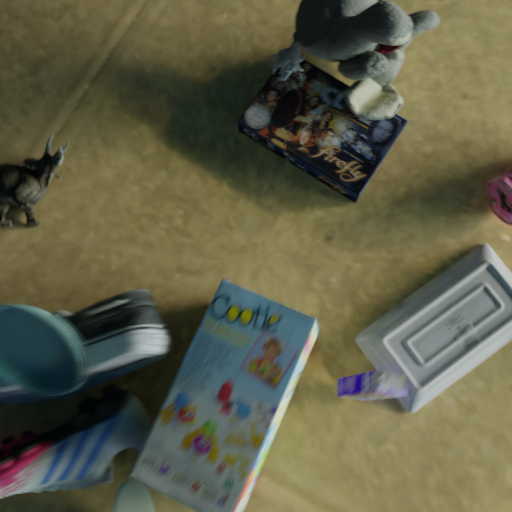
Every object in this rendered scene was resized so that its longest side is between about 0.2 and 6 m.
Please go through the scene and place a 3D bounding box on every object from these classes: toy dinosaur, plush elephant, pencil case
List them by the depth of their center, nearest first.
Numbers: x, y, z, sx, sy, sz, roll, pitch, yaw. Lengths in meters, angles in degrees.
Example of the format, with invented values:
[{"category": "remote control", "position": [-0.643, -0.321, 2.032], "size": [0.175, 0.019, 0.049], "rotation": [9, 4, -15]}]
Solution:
[{"category": "plush elephant", "position": [1.864, -3.597, 9.183], "size": [2.195, 2.835, 2.335], "rotation": [3, 67, -35]}, {"category": "pencil case", "position": [4.948, -1.244, 9.382], "size": [2.122, 0.918, 0.879], "rotation": [-22, 103, -4]}, {"category": "toy dinosaur", "position": [-4.217, -1.138, 9.488], "size": [2.346, 0.903, 1.200], "rotation": [-10, 66, 4]}]

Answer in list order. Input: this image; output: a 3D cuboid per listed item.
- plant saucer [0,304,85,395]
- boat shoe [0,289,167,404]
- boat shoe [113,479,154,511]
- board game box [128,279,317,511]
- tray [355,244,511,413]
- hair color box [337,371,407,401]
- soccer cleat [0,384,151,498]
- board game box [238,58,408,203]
[{"category": "plant saucer", "position": [-2.849, 1.150, 7.128], "size": [1.538, 1.538, 0.277], "rotation": [15, 36, 3]}, {"category": "boat shoe", "position": [-2.808, 1.395, 8.489], "size": [3.262, 1.176, 1.157], "rotation": [-18, 63, 13]}, {"category": "boat shoe", "position": [-1.788, 4.098, 8.183], "size": [0.587, 0.599, 1.682], "rotation": [-9, 86, -28]}, {"category": "board game box", "position": [-0.340, 2.075, 8.220], "size": [1.529, 1.502, 2.916], "rotation": [23, 78, 13]}, {"category": "tray", "position": [3.185, 1.131, 9.123], "size": [2.851, 0.316, 1.531], "rotation": [-34, 80, -7]}, {"category": "hair color box", "position": [1.729, 1.971, 8.433], "size": [0.549, 1.004, 0.325], "rotation": [14, 66, -23]}, {"category": "soccer cleat", "position": [-2.913, 3.115, 8.314], "size": [2.993, 1.046, 1.292], "rotation": [-28, 104, 3]}, {"category": "board game box", "position": [1.151, -2.284, 9.839], "size": [2.467, 0.427, 1.671], "rotation": [33, 79, 7]}]
